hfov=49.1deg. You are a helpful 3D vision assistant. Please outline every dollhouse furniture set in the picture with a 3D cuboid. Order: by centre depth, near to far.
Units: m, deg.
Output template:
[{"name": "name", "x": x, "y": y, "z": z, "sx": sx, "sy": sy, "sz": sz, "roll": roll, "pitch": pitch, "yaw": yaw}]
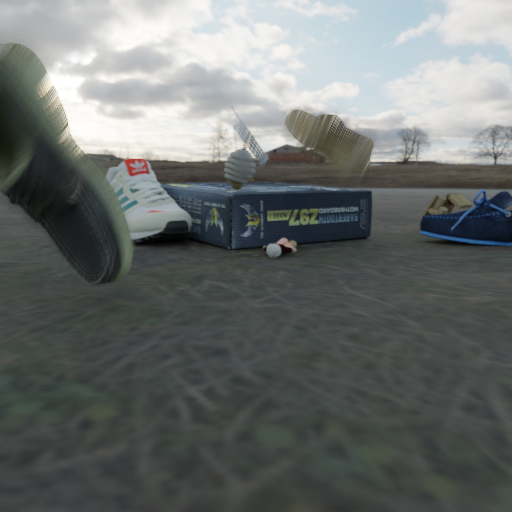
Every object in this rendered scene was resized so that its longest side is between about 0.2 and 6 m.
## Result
[{"name": "dollhouse furniture set", "x": 4.352, "y": -0.655, "z": 12.643, "sx": 1.160, "sy": 0.993, "sz": 1.219, "roll": -5, "pitch": 45, "yaw": -29}]

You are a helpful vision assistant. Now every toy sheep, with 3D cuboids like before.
[{"name": "toy sheep", "x": -0.260, "y": -1.509, "z": 9.422, "sx": 0.569, "sy": 0.826, "sz": 0.569, "roll": 11, "pitch": 13, "yaw": -3}]

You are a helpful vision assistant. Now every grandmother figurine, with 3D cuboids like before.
[{"name": "grandmother figurine", "x": 0.365, "y": -0.125, "z": 9.018, "sx": 0.541, "sy": 0.270, "sz": 0.892, "roll": -7, "pitch": 4, "yaw": 17}]

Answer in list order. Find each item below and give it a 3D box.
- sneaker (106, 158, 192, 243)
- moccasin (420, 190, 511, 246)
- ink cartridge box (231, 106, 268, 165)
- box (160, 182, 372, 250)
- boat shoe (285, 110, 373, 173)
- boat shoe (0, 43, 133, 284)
[{"name": "sneaker", "x": -2.380, "y": -1.157, "z": 11.242, "sx": 1.215, "sy": 1.613, "sz": 3.451, "roll": -5, "pitch": 9, "yaw": -31}, {"name": "moccasin", "x": 4.600, "y": -0.735, "z": 10.456, "sx": 2.968, "sy": 1.012, "sz": 1.194, "roll": 1, "pitch": 9, "yaw": 9}, {"name": "ink cartridge box", "x": -0.195, "y": -2.364, "z": 11.060, "sx": 0.223, "sy": 0.880, "sz": 0.999, "roll": -36, "pitch": -25, "yaw": 6}, {"name": "box", "x": -0.141, "y": -0.995, "z": 11.990, "sx": 3.290, "sy": 1.064, "sz": 4.173, "roll": -5, "pitch": 11, "yaw": -32}, {"name": "boat shoe", "x": 1.167, "y": -1.964, "z": 8.862, "sx": 0.628, "sy": 0.569, "sz": 1.763, "roll": -24, "pitch": 50, "yaw": -36}, {"name": "boat shoe", "x": -2.247, "y": -0.859, "z": 5.750, "sx": 0.971, "sy": 2.718, "sz": 0.893, "roll": -22, "pitch": 6, "yaw": 32}]
